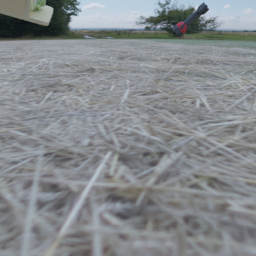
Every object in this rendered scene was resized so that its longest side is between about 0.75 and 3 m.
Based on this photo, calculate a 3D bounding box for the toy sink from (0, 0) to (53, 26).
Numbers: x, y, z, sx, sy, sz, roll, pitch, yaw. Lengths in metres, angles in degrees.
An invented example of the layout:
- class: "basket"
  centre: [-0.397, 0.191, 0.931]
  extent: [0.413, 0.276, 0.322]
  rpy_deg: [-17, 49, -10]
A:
- class: "toy sink"
  centre: [-3.031, -3.818, 7.796]
  extent: [1.898, 1.063, 1.237]
  rpy_deg: [13, 40, -15]

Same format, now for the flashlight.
- class: "flashlight"
  centre: [1.633, -2.813, 7.282]
  extent: [0.339, 0.998, 0.338]
  rpy_deg: [25, 35, -48]
